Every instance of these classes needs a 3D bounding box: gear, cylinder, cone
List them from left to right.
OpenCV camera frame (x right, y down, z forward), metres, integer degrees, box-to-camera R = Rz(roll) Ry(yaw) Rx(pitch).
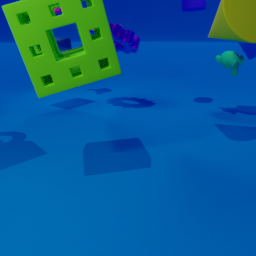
[{"bbox_3d":[-0.586,-2.934,9.045,1.958,0.362,1.958,16,1,0],"label":"gear"},{"bbox_3d":[2.004,-3.983,8.531,0.733,0.733,0.733,-3,16,1],"label":"cylinder"},{"bbox_3d":[2.073,-2.149,5.849,1.264,1.264,1.269,-8,-3,-22],"label":"cone"}]

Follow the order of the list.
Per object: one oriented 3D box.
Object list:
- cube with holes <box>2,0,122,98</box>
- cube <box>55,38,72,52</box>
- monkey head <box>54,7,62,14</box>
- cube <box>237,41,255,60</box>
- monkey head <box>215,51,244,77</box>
[{"bbox_3d":[-0.957,-1.386,4.385,1.259,1.259,1.259,-18,23,-5],"label":"cube with holes"},{"bbox_3d":[-2.587,-2.385,9.344,1.069,1.069,1.069,13,29,33],"label":"cube"},{"bbox_3d":[-2.339,-4.639,10.356,1.100,1.529,0.921,-8,-10,3],"label":"monkey head"},{"bbox_3d":[3.638,-2.595,7.857,0.874,0.874,0.874,-31,7,38],"label":"cube"},{"bbox_3d":[3.071,-1.927,8.425,0.627,0.749,1.041,-1,21,-15],"label":"monkey head"}]
